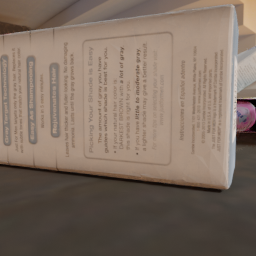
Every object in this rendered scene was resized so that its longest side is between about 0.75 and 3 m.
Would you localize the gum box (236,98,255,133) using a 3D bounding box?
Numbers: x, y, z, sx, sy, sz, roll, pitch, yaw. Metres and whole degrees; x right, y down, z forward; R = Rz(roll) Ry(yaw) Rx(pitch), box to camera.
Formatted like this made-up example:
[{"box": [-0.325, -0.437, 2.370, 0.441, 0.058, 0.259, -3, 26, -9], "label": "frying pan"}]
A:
[{"box": [3.140, -0.301, 6.151, 2.225, 0.736, 1.263, 0, 5, 10], "label": "gum box"}]

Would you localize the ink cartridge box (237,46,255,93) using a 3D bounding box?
[{"box": [1.862, -0.914, 6.400, 2.660, 0.576, 2.612, -33, 4, 4], "label": "ink cartridge box"}]

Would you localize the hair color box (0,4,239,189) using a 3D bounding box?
[{"box": [-0.326, -0.252, 2.666, 2.527, 1.251, 0.766, 2, 5, 23], "label": "hair color box"}]
